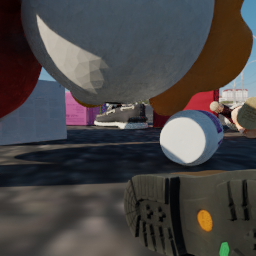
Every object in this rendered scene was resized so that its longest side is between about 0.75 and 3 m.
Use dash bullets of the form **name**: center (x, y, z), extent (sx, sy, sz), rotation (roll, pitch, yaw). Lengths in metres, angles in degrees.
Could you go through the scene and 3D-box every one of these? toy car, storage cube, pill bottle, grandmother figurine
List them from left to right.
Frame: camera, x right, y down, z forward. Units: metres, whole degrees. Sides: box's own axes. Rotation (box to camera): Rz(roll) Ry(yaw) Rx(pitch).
- **toy car**: center (-0.509, -0.765, 2.170), extent (2.860, 2.529, 2.636), rotation (23, 28, -2)
- **storage cube**: center (1.541, -0.797, 7.253), extent (1.504, 1.582, 1.760), rotation (1, 4, 22)
- **pill bottle**: center (0.510, 0.065, 2.224), extent (0.426, 0.426, 0.758), rotation (1, 3, 23)
- **grandmother figurine**: center (2.183, -0.176, 5.182), extent (1.363, 0.681, 2.247), rotation (29, 7, 12)

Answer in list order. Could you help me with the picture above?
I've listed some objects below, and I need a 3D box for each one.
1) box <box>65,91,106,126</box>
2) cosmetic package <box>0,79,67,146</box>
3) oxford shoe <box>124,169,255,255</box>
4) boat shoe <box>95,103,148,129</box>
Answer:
- **box**: center (-1.864, -0.626, 9.134), extent (1.852, 1.018, 2.105), rotation (1, 4, 11)
- **cosmetic package**: center (-1.344, -0.236, 3.784), extent (0.290, 0.848, 1.124), rotation (3, 4, 36)
- **oxford shoe**: center (0.335, 0.223, 0.684), extent (0.335, 0.288, 0.794), rotation (-1, 3, -33)
- **boat shoe**: center (-0.232, -0.326, 7.288), extent (0.767, 0.626, 2.076), rotation (-2, 4, -31)
